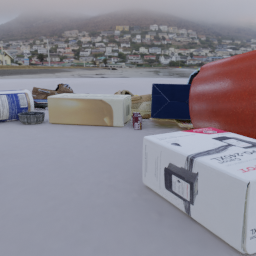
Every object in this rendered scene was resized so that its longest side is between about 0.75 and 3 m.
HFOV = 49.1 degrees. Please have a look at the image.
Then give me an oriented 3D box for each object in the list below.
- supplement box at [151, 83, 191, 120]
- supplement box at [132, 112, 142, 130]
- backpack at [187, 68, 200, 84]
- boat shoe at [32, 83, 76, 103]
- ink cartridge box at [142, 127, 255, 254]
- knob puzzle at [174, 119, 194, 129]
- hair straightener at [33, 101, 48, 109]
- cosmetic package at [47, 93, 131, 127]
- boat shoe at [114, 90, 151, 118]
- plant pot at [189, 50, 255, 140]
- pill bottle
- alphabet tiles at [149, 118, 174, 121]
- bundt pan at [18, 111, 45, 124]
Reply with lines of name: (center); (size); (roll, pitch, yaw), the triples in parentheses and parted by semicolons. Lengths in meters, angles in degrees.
supplement box: (1.528, -0.832, 9.001); (1.573, 1.056, 1.571); (3, 4, 5)
supplement box: (0.275, -0.223, 8.598); (0.232, 0.415, 0.763); (0, 13, -3)
backpack: (3.629, -1.465, 10.808); (2.798, 2.283, 2.152); (-7, 4, -2)
boat shoe: (-3.111, -1.593, 13.389); (2.882, 1.043, 1.041); (-6, 14, -26)
ink cartridge box: (1.289, 0.618, 3.769); (1.423, 0.817, 1.959); (-6, 14, -27)
knob puzzle: (1.978, -0.087, 8.558); (1.085, 0.150, 1.085); (4, 13, -1)
hair straightener: (-3.996, -0.920, 12.144); (1.946, 0.398, 0.749); (7, 14, 10)
cosmetic package: (-1.230, -0.640, 9.347); (2.529, 0.899, 1.331); (3, 13, 13)
boat shoe: (-0.097, -1.044, 11.063); (2.975, 0.960, 1.060); (11, 16, 41)
plant pot: (2.856, -0.543, 5.763); (2.631, 2.631, 2.559); (-10, 8, -40)
pill bottle: (-4.274, -0.737, 9.493); (1.877, 1.041, 1.041); (-10, 16, -38)
alphabet tiles: (1.282, -0.310, 9.552); (0.983, 0.073, 1.005); (6, 8, 34)
bundt pan: (-3.176, -0.324, 9.275); (0.879, 0.330, 0.879); (0, 11, 0)
